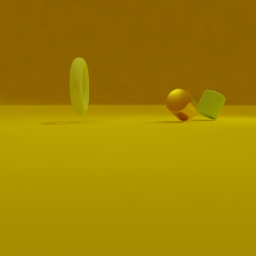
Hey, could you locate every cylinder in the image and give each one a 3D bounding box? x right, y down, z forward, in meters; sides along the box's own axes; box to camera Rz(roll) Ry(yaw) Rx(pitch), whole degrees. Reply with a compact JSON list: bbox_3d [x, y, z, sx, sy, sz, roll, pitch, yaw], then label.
[{"bbox_3d":[3.206,-0.898,10.886,0.876,0.876,0.876,26,-2,1],"label":"cylinder"},{"bbox_3d":[1.886,-0.795,9.836,0.896,0.896,0.896,3,-17,32],"label":"cylinder"}]

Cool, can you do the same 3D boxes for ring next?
[{"bbox_3d":[-1.624,-1.393,9.513,0.387,1.935,1.935,0,5,0],"label":"ring"}]
